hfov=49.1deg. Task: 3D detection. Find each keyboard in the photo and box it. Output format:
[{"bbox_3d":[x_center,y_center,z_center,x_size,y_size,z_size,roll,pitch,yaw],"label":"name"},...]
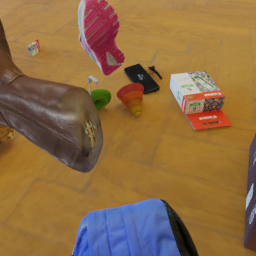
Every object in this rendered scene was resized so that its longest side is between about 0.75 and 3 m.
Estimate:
[{"bbox_3d":[0.662,-1.867,10.251,1.156,0.187,1.819,-20,46,-11],"label":"keyboard"}]

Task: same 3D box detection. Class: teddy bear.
[{"bbox_3d":[-3.931,0.486,7.385,1.502,0.692,2.072,10,50,22],"label":"teddy bear"}]

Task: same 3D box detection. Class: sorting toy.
[{"bbox_3d":[-0.680,-0.585,8.516,2.757,0.956,0.949,-12,66,-16],"label":"sorting toy"}]

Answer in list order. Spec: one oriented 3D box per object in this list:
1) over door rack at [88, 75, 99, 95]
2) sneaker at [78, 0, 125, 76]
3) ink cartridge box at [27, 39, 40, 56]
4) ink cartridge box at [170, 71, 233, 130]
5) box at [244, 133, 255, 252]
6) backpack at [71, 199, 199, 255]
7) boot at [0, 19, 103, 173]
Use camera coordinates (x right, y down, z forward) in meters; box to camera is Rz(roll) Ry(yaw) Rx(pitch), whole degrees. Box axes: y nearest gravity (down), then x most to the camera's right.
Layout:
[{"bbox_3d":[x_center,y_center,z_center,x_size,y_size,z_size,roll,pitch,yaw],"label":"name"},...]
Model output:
[{"bbox_3d":[-1.535,-0.601,7.647,0.589,1.769,1.307,43,55,16],"label":"over door rack"},{"bbox_3d":[-0.791,-2.239,6.692,0.927,2.278,1.005,-38,68,-12],"label":"sneaker"},{"bbox_3d":[-3.884,-3.378,11.740,0.195,0.423,0.776,14,44,15],"label":"ink cartridge box"},{"bbox_3d":[2.295,-0.952,8.905,1.272,0.588,2.334,-8,41,-8],"label":"ink cartridge box"},{"bbox_3d":[3.905,0.861,5.496,2.445,2.471,2.978,14,44,15],"label":"box"},{"bbox_3d":[0.032,2.464,3.896,2.325,2.252,2.771,-7,43,-4],"label":"backpack"},{"bbox_3d":[-1.568,-0.858,4.316,2.964,2.762,0.952,24,44,35],"label":"boot"}]
